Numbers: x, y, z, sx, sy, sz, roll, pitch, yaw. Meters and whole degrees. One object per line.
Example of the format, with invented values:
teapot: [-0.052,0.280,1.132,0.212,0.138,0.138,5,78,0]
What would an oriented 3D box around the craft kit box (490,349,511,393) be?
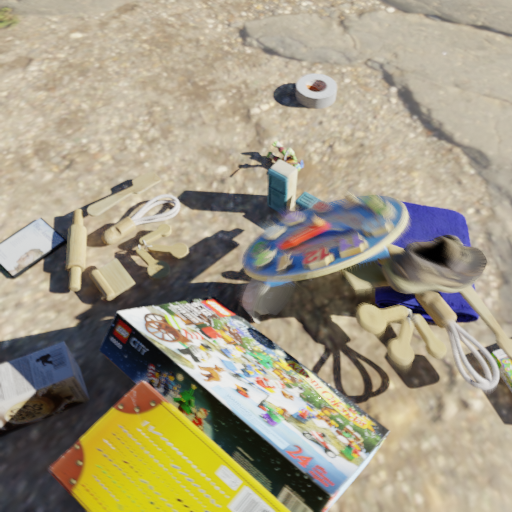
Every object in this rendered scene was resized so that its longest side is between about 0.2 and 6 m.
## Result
craft kit box: [5.203,2.155,10.077,1.432,0.347,1.414,-18,58,-12]

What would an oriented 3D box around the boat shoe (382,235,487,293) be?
boat shoe: [3.287,0.128,9.753,2.308,0.846,0.860,-8,58,-31]

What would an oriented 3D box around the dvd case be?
dvd case: [-4.855,-0.179,11.931,0.953,0.117,1.335,36,61,24]

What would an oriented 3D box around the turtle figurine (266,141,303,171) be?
turtle figurine: [0.570,-2.282,13.166,0.930,0.669,0.901,-27,54,-23]

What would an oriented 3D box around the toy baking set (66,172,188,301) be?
toy baking set: [-2.801,-0.444,12.019,2.515,0.381,3.277,-9,54,-10]

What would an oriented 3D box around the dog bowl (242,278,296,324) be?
dog bowl: [0.237,0.668,10.612,0.365,1.246,1.246,34,60,29]

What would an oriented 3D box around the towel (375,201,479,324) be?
towel: [3.391,0.117,11.441,1.996,0.670,2.704,11,54,-1]

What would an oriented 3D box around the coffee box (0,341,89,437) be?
coffee box: [-3.958,2.321,9.473,1.895,1.071,0.756,-21,56,-14]

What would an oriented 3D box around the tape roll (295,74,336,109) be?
tape roll: [1.592,-4.392,14.926,1.071,0.354,1.071,0,53,-1]

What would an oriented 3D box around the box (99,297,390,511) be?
box: [-0.101,2.126,8.771,3.989,0.752,2.724,35,17,23]

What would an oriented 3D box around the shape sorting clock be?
shape sorting clock: [1.167,-0.407,10.065,3.055,0.599,3.055,-19,26,9]

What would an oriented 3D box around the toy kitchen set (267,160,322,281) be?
toy kitchen set: [0.791,-0.749,11.692,2.002,1.179,1.604,31,59,22]

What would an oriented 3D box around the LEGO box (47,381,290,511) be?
LEGO box: [-0.439,3.861,7.137,3.976,2.961,1.534,35,61,23]

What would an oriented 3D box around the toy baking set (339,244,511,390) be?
toy baking set: [3.031,0.979,9.804,3.577,0.416,2.745,15,45,-11]
